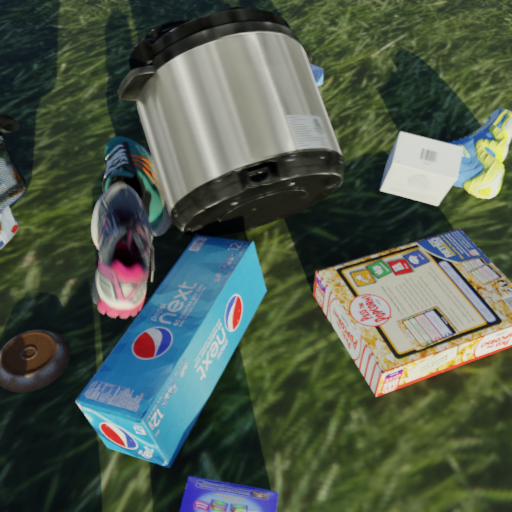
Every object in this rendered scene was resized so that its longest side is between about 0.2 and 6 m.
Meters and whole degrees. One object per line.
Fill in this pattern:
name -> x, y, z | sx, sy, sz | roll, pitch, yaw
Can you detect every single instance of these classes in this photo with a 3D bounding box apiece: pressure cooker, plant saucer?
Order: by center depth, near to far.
plant saucer -> -3.628, 1.618, 9.011 | 1.201, 0.220, 1.201 | 1, 45, -1
pressure cooker -> -0.384, -2.535, 10.146 | 3.357, 3.306, 3.759 | -20, 82, 10

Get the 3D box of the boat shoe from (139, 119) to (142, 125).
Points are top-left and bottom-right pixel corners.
boat shoe -> -1.791, -3.236, 13.359 | 2.026, 0.689, 0.729 | 15, 31, 6

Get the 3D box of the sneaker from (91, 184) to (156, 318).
sneaker -> -1.773, -0.233, 7.762 | 0.898, 0.832, 2.227 | 6, 45, -23

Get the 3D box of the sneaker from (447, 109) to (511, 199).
sneaker -> 4.828, -2.473, 12.489 | 1.484, 1.070, 2.824 | 15, 48, 15

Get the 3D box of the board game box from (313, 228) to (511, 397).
board game box -> 2.794, 0.818, 9.456 | 2.989, 0.692, 2.264 | -15, 47, -15

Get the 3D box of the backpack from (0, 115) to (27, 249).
backpack -> -6.302, -0.841, 9.570 | 3.841, 2.959, 3.658 | 9, 40, 23

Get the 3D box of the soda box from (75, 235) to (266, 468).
soda box -> -1.091, 1.255, 8.554 | 1.134, 1.198, 3.533 | 8, 44, 25

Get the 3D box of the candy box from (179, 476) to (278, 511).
candy box -> -0.427, 3.570, 6.820 | 1.209, 0.551, 1.430 | 8, 45, 6

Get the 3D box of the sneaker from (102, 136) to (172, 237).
sneaker -> -2.528, -1.581, 11.026 | 0.951, 1.064, 2.664 | -40, 57, 12

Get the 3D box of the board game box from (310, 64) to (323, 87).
board game box -> 0.063, -5.018, 15.406 | 2.865, 0.524, 2.167 | 33, 53, 28

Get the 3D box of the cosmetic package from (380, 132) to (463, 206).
cosmetic package -> 2.698, -1.418, 9.245 | 1.036, 1.039, 0.639 | 16, 72, 6
